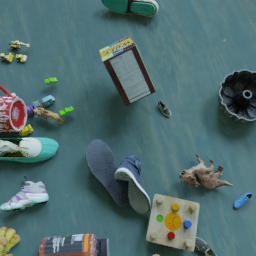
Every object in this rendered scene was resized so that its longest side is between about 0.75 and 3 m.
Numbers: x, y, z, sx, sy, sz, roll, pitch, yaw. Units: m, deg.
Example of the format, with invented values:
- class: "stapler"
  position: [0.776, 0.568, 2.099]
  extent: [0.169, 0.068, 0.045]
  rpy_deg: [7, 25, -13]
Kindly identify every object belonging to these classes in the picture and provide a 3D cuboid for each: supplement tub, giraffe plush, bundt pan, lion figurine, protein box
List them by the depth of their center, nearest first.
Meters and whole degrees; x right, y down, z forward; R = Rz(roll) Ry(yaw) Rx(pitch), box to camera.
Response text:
- class: "supplement tub"
  position: [-1.707, 4.101, 9.134]
  extent: [2.184, 1.168, 1.168]
  rpy_deg: [-4, 71, 0]
- class: "giraffe plush"
  position: [-4.264, 3.905, 9.400]
  extent: [0.895, 0.841, 1.037]
  rpy_deg: [13, 72, 5]
- class: "protein box"
  position: [-0.056, -2.150, 10.440]
  extent: [1.256, 1.848, 1.862]
  rpy_deg: [-26, 117, 4]
- class: "lion figurine"
  position: [-3.043, -0.491, 10.970]
  extent: [1.214, 0.744, 0.440]
  rpy_deg: [9, 71, 3]
- class: "bundt pan"
  position: [4.613, -1.175, 11.164]
  extent: [2.205, 0.828, 2.205]
  rpy_deg: [0, 71, 1]

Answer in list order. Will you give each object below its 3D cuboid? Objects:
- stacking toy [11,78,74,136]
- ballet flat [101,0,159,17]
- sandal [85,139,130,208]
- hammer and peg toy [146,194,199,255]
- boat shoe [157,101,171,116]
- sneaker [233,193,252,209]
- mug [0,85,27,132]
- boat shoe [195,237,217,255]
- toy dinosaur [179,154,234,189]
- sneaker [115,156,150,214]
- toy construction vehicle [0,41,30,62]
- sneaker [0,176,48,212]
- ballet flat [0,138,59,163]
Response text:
- class: "stacking toy"
  position: [-3.564, -0.895, 11.270]
  extent: [2.281, 0.536, 1.720]
  rpy_deg: [-26, 75, -11]
- class: "ballet flat"
  position: [0.095, -5.687, 12.847]
  extent: [2.670, 0.901, 0.833]
  rpy_deg: [16, 44, 2]
- class: "sandal"
  position: [-0.761, 1.712, 10.315]
  extent: [1.027, 0.578, 2.700]
  rpy_deg: [-27, 84, -16]
- class: "hammer and peg toy"
  position: [1.519, 3.540, 9.488]
  extent: [1.697, 0.814, 2.308]
  rpy_deg: [10, 68, 5]
- class: "boat shoe"
  position: [1.455, -0.783, 11.321]
  extent: [0.272, 0.267, 0.753]
  rpy_deg: [-40, 76, -12]
- class: "sneaker"
  position: [4.160, 2.611, 10.134]
  extent: [0.802, 0.314, 0.264]
  rpy_deg: [-34, 76, -10]
- class: "mug"
  position: [-5.118, -0.759, 10.365]
  extent: [2.305, 1.538, 2.046]
  rpy_deg: [2, 97, 9]
- class: "boat shoe"
  position: [2.666, 4.170, 9.567]
  extent: [0.385, 0.354, 1.078]
  rpy_deg: [-43, 76, -13]
- class: "toy dinosaur"
  position: [2.766, 1.828, 10.190]
  extent: [1.923, 0.825, 1.303]
  rpy_deg: [32, 82, -3]
- class: "sneaker"
  position: [0.291, 1.939, 10.065]
  extent: [0.760, 1.444, 1.999]
  rpy_deg: [-21, 109, 17]
- class: "toy construction vehicle"
  position: [-4.900, -3.322, 12.131]
  extent: [1.103, 0.388, 0.960]
  rpy_deg: [12, 71, 4]
- class: "sneaker"
  position: [-3.781, 2.303, 10.114]
  extent: [1.652, 0.642, 1.155]
  rpy_deg: [-12, 70, -14]
- class: "ballet flat"
  position: [-4.086, 0.781, 10.390]
  extent: [2.858, 1.006, 0.962]
  rpy_deg: [-3, 72, -1]
